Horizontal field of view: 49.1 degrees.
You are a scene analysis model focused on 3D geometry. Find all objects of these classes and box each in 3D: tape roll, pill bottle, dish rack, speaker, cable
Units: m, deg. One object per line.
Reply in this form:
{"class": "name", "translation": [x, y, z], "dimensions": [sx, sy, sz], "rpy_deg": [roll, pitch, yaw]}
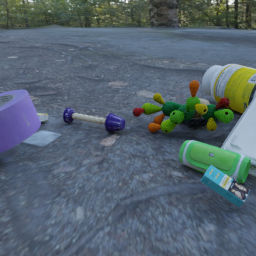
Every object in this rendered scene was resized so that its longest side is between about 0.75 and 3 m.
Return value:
{"class": "tape roll", "translation": [-3.557, -0.144, 7.363], "dimensions": [2.268, 0.963, 2.268], "rpy_deg": [-13, 25, 6]}
{"class": "pill bottle", "translation": [4.041, -1.399, 10.033], "dimensions": [1.574, 1.574, 2.800], "rpy_deg": [-12, 27, -25]}
{"class": "dish rack", "translation": [3.480, 0.085, 6.609], "dimensions": [2.040, 0.517, 2.377], "rpy_deg": [21, 62, 43]}
{"class": "speaker", "translation": [1.953, 0.744, 6.406], "dimensions": [1.494, 0.661, 0.661], "rpy_deg": [17, 29, 33]}
{"class": "cable", "translation": [2.346, -0.433, 9.336], "dimensions": [1.287, 0.401, 1.578], "rpy_deg": [18, 30, 35]}

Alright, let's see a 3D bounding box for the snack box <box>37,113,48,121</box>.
{"class": "snack box", "translation": [-3.155, -0.362, 9.054], "dimensions": [0.923, 0.245, 0.656], "rpy_deg": [5, 5, 14]}

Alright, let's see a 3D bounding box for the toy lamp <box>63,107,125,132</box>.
{"class": "toy lamp", "translation": [-1.061, -0.251, 8.746], "dimensions": [2.026, 0.590, 0.590], "rpy_deg": [8, 25, 22]}

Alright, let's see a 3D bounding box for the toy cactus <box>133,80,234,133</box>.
{"class": "toy cactus", "translation": [1.839, -0.650, 8.642], "dimensions": [2.918, 1.492, 2.408], "rpy_deg": [-5, 8, 37]}

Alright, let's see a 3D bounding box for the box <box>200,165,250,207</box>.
{"class": "box", "translation": [1.869, 1.110, 5.408], "dimensions": [0.855, 0.210, 0.352], "rpy_deg": [34, 48, 17]}
